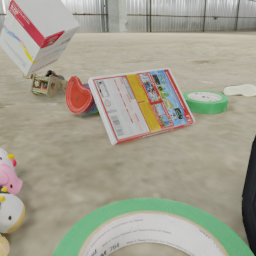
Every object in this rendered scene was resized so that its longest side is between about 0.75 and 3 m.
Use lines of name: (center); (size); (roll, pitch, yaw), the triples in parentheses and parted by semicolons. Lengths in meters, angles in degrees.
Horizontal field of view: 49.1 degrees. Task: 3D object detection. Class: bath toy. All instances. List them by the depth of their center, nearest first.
bath toy: (-2.396, 1.098, 4.865); (1.184, 1.006, 2.722); (1, 21, -18)

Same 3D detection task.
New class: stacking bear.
stacking bear: (-1.117, -1.116, 10.058); (1.227, 1.149, 2.021); (45, 31, 24)

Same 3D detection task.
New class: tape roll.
tape roll: (0.320, 1.894, 3.503); (2.559, 0.615, 2.559); (0, 22, 0)
tape roll: (2.873, -1.006, 10.623); (1.727, 0.415, 1.727); (1, 23, 0)

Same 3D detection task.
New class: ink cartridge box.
ink cartridge box: (-3.073, -3.196, 9.531); (1.617, 1.610, 2.226); (-43, 5, -42)

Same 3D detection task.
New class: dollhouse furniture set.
dollhouse furniture set: (-3.611, -1.808, 12.413); (1.622, 0.902, 1.435); (12, 1, 27)

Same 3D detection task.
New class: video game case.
video game case: (0.472, -0.775, 8.504); (2.926, 2.092, 0.255); (-13, -18, -28)

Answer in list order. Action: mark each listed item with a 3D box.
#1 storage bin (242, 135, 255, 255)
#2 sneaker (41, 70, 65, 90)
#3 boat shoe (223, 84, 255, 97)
storage bin: (2.376, 1.242, 3.653); (1.172, 1.690, 2.500); (5, 23, 11)
sneaker: (-3.480, -2.353, 13.243); (0.795, 0.845, 2.062); (2, 23, 4)
boat shoe: (4.870, -1.669, 12.052); (1.457, 0.531, 0.450); (1, 26, 15)
